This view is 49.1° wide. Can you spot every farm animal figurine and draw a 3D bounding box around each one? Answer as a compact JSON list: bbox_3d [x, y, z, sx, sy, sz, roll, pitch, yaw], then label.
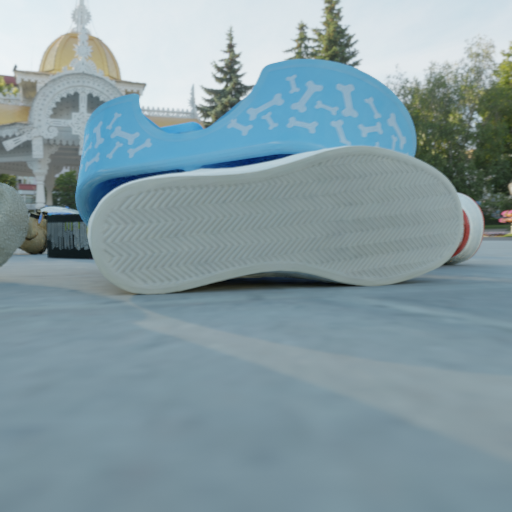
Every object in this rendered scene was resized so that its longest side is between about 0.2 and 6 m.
[{"bbox_3d":[-4.966,-0.474,11.647,1.995,1.052,2.018,16,4,34],"label":"farm animal figurine"}]

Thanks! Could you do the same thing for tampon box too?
[{"bbox_3d":[-2.810,-0.340,9.492,1.191,0.752,0.892,2,5,31],"label":"tampon box"}]

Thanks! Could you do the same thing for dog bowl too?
[{"bbox_3d":[-0.251,-0.711,5.660,3.594,0.891,2.003,-4,-36,23],"label":"dog bowl"}]

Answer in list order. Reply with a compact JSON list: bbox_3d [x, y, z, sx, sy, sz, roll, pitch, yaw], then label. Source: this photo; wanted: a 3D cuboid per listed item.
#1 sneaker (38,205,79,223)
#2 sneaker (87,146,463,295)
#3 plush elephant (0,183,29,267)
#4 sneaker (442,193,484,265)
[{"bbox_3d":[-4.085,-0.533,14.174,3.093,1.171,1.191,0,25,-12],"label":"sneaker"},{"bbox_3d":[0.075,-0.312,4.623,2.899,1.068,1.675,-2,6,-20],"label":"sneaker"},{"bbox_3d":[-3.095,-0.853,4.300,2.206,2.347,2.849,-16,39,-28],"label":"plush elephant"},{"bbox_3d":[1.093,-0.519,7.646,1.947,1.320,3.370,0,0,-42],"label":"sneaker"}]
